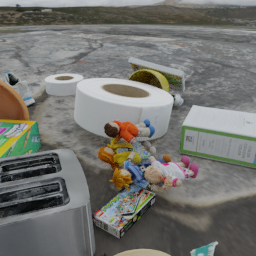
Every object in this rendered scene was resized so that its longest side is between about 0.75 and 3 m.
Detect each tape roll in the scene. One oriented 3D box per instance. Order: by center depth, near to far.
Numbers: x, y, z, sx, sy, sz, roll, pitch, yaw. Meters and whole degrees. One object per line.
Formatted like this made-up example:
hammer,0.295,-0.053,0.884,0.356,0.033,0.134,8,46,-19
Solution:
tape roll,-0.133,-0.672,8.548,2.965,1.037,2.965,9,21,-3
tape roll,-2.784,-1.920,12.307,1.670,0.584,1.670,1,25,0

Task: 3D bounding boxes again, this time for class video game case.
video game case,1.174,-2.025,10.876,2.086,0.239,1.898,20,-6,15

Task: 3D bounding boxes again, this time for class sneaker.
sneaker,1.727,-1.145,10.535,0.414,0.427,1.170,29,8,-14
sneaker,-4.751,-1.657,11.082,2.682,1.162,1.005,13,29,29

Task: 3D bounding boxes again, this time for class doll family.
doll family,0.222,0.771,6.169,1.535,1.115,2.474,-4,34,-37

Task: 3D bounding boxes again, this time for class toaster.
toaster,-1.469,1.341,4.512,2.029,1.204,1.834,-8,27,-17

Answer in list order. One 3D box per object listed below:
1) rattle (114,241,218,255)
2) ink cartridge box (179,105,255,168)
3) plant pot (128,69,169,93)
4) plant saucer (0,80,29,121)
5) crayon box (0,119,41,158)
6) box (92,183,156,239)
rattle,0.526,1.612,3.371,2.540,1.815,1.654,-15,13,-17
ink cartridge box,2.970,0.232,7.263,2.981,0.884,1.547,9,26,20
plant pot,0.862,-1.408,10.094,1.542,1.542,1.095,16,27,31
plant saucer,-3.601,-0.560,7.639,1.997,1.997,0.374,5,37,10
crayon box,-3.320,0.677,6.409,1.634,0.801,2.750,3,25,6
box,-0.053,1.519,5.310,0.656,0.207,1.192,17,30,32
